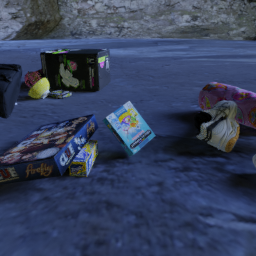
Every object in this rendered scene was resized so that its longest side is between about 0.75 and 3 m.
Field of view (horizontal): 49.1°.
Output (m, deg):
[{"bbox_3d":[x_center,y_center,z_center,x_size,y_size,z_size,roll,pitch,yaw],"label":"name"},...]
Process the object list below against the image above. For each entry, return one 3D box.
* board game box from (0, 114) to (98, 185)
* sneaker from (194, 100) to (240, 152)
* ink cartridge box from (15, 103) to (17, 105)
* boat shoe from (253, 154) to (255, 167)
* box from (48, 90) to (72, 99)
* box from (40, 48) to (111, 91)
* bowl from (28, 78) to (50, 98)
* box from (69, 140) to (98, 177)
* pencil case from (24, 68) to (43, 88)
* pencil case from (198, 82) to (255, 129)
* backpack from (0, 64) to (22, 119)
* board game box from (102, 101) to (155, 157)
[{"bbox_3d":[-1.795,0.400,6.316,1.636,0.418,2.415,-11,19,15],"label":"board game box"},{"bbox_3d":[2.335,-0.285,7.589,1.033,0.892,2.357,19,26,6],"label":"sneaker"},{"bbox_3d":[-4.773,-1.024,10.631,0.948,0.322,0.546,-14,26,-32],"label":"ink cartridge box"},{"bbox_3d":[3.846,0.602,5.714,2.518,0.891,0.873,-2,22,-2],"label":"boat shoe"},{"bbox_3d":[-2.883,-1.424,11.843,0.797,0.176,0.639,11,24,26],"label":"box"},{"bbox_3d":[-2.384,-2.842,13.333,2.750,1.709,2.042,4,22,11],"label":"box"},{"bbox_3d":[-3.543,-1.528,11.484,0.527,0.979,0.979,44,24,-6],"label":"bowl"},{"bbox_3d":[-0.978,0.647,6.317,0.398,0.365,1.136,2,22,6],"label":"box"},{"bbox_3d":[-4.303,-2.556,13.866,0.828,0.865,1.999,-22,15,18],"label":"pencil case"},{"bbox_3d":[3.472,-0.700,8.838,1.142,1.142,2.611,-13,26,-30],"label":"pencil case"},{"bbox_3d":[-5.047,-1.068,8.612,2.996,2.303,2.444,10,30,-16],"label":"backpack"},{"bbox_3d":[0.037,0.005,6.726,0.814,1.078,0.253,-39,2,-31],"label":"board game box"}]
